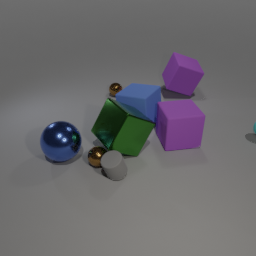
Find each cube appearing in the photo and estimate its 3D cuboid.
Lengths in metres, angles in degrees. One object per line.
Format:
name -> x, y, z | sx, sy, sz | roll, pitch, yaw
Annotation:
cube -> 1.928, -0.134, 10.637 | 1.400, 1.400, 1.400 | -5, 31, -9
cube -> -0.190, -0.019, 9.921 | 1.400, 1.400, 1.400 | 16, 18, -42
cube -> 2.703, -2.687, 13.983 | 1.400, 1.400, 1.400 | 14, 38, -17
cube -> 0.485, -0.944, 11.742 | 1.400, 1.400, 1.400 | 11, 33, 29

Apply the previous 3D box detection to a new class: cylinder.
cylinder -> -0.437, 1.192, 8.903 | 0.700, 0.700, 0.700 | -11, 44, 11

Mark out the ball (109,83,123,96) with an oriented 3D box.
ball -> -0.632, -1.983, 14.412 | 0.700, 0.700, 0.700 | 0, 31, 0

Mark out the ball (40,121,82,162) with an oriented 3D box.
ball -> -2.301, 0.456, 9.641 | 1.400, 1.400, 1.400 | 0, 31, 0

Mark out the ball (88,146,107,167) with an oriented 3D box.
ball -> -1.019, 0.958, 9.492 | 0.700, 0.700, 0.700 | 0, 31, 0

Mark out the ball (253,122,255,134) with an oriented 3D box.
ball -> 5.054, -0.003, 10.440 | 0.700, 0.700, 0.700 | 0, 31, 0
